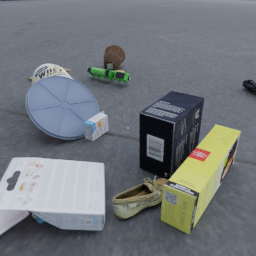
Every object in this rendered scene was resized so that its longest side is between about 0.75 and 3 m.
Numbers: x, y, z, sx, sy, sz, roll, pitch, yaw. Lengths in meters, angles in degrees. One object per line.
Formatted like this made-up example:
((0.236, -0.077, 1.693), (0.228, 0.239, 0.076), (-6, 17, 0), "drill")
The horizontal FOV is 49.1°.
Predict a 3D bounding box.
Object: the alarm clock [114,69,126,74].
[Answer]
((-0.486, -2.604, 13.550), (0.939, 0.313, 0.634), (-15, 35, -28), "alarm clock")

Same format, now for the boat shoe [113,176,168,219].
((0.359, 1.496, 6.373), (1.550, 0.486, 0.568), (-24, 25, -30), "boat shoe")

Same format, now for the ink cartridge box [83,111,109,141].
((-0.953, -0.085, 9.033), (0.345, 0.586, 1.018), (17, 35, 31), "ink cartridge box")

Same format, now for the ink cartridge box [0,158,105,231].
((-1.644, 1.405, 6.254), (2.246, 0.531, 1.797), (4, 28, -7), "ink cartridge box")

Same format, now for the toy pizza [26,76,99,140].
((-2.113, -0.667, 9.200), (2.418, 0.383, 2.418), (15, 56, -22), "toy pizza")

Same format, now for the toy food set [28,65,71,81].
((-3.766, -2.737, 13.758), (1.296, 0.321, 2.038), (13, 33, 20), "toy food set")

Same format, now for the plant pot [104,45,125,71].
((-0.802, -3.468, 14.396), (1.125, 1.125, 1.204), (6, 43, 9), "plant pot")

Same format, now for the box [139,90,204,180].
((1.171, 0.140, 7.551), (1.033, 1.730, 1.759), (19, 35, 31), "box")

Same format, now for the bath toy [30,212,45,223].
((-2.113, 1.621, 6.350), (0.503, 0.427, 1.156), (-26, 39, -36), "bath toy")

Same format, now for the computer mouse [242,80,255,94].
((6.325, -1.787, 11.990), (2.413, 0.636, 1.671), (-18, 34, -9), "computer mouse")

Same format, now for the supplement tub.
((-2.816, -1.588, 10.722), (1.450, 1.450, 2.000), (-15, 34, -24), "supplement tub")

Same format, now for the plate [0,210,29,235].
((-2.821, 1.948, 6.051), (1.003, 0.163, 1.006), (23, 38, 32), "plate")

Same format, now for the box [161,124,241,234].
((1.829, 1.038, 6.676), (0.744, 1.117, 2.969), (20, 37, 30), "box")

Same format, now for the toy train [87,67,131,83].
((-0.938, -2.490, 12.917), (2.299, 0.480, 0.648), (16, 2, 26), "toy train")
